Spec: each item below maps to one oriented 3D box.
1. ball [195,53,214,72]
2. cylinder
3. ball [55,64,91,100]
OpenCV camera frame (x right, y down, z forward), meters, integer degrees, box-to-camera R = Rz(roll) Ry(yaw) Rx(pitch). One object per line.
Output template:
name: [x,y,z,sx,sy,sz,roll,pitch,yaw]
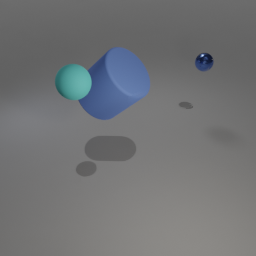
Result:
ball: [2.925,-2.526,10.749,0.700,0.700,0.700,0,31,0]
cylinder: [-0.394,-1.100,7.195,1.400,1.400,1.400,-30,7,43]
ball: [-1.069,-0.896,5.481,0.700,0.700,0.700,0,31,0]
